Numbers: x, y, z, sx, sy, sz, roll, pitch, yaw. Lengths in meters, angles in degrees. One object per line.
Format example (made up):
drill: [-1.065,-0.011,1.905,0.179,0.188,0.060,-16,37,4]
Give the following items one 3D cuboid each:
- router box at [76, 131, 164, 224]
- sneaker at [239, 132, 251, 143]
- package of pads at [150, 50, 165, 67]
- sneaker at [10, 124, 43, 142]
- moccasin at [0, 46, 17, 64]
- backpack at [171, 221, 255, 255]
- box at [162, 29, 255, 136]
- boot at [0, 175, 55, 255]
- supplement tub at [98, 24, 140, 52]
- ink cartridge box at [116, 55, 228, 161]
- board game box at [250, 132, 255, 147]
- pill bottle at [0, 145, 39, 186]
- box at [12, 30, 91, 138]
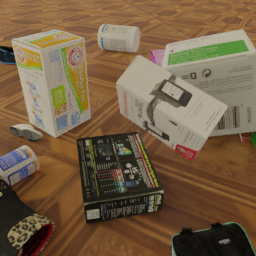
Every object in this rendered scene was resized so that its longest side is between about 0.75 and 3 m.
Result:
router box: [-0.320,1.144,7.316,1.847,0.766,2.465,-7,36,-10]
sneaker: [3.801,0.112,9.231,0.359,0.379,0.923,13,51,0]
package of pads: [2.387,-3.087,13.264,2.571,0.973,1.549,-3,35,-4]
sneaker: [-3.272,0.080,9.179,1.216,0.453,0.529,16,33,21]
moccasin: [-5.372,-3.792,14.335,2.697,0.919,1.085,-3,35,-4]
backpack: [1.559,2.627,4.684,1.488,1.298,1.693,-6,22,-8]
box: [2.625,-1.366,8.959,2.597,2.610,2.236,-7,32,16]
boot: [-3.112,2.277,5.494,2.152,1.028,2.849,25,44,25]
supplement tub: [-0.504,-5.030,15.711,2.113,1.394,1.394,11,36,14]
ink cartridge box: [0.866,-0.407,6.329,2.199,1.597,0.917,34,73,15]
board game box: [5.345,0.416,8.562,2.763,0.557,2.114,0,35,1]
pill bottle: [-3.143,1.102,7.370,0.785,0.785,1.401,28,43,34]
box: [-2.392,-1.484,9.179,1.505,2.969,1.670,25,42,32]
